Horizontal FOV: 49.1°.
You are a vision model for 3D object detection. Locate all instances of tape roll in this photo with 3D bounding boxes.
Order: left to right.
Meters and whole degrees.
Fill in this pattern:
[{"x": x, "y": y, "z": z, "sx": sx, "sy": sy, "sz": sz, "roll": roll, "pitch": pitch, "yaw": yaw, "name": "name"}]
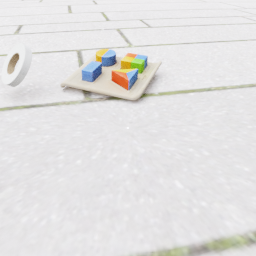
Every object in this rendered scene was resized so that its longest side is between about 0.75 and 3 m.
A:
[{"x": -3.464, "y": -1.946, "z": 8.687, "sx": 0.255, "sy": 1.396, "sz": 1.396, "roll": 21, "pitch": 11, "yaw": -46, "name": "tape roll"}]

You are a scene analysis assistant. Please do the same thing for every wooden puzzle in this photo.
[{"x": -0.525, "y": -2.064, "z": 9.842, "sx": 2.931, "sy": 0.679, "sz": 2.715, "roll": 10, "pitch": 39, "yaw": 18, "name": "wooden puzzle"}]
